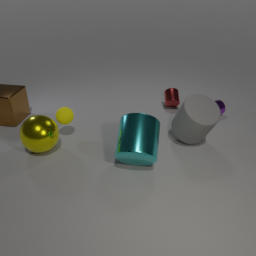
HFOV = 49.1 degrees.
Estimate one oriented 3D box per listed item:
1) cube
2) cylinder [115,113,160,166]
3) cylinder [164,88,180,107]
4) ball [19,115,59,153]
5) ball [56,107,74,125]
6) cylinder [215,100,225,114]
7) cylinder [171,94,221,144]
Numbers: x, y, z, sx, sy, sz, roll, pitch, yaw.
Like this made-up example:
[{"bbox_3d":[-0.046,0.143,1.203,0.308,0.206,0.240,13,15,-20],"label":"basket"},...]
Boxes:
[{"bbox_3d":[-5.397,-1.032,12.433,1.400,1.400,1.400,5,30,9],"label":"cube"},{"bbox_3d":[0.336,0.403,9.429,1.400,1.400,1.400,4,67,8],"label":"cylinder"},{"bbox_3d":[2.116,-1.461,13.502,0.700,0.700,0.700,-1,66,-2],"label":"cylinder"},{"bbox_3d":[-3.237,0.214,10.281,1.400,1.400,1.400,0,30,0],"label":"ball"},{"bbox_3d":[-2.482,-0.475,10.987,0.700,0.700,0.700,0,30,0],"label":"ball"},{"bbox_3d":[3.977,-0.882,12.877,0.700,0.700,0.700,-18,34,-28],"label":"cylinder"},{"bbox_3d":[2.511,-0.325,10.494,1.400,1.400,1.400,7,56,-10],"label":"cylinder"}]
